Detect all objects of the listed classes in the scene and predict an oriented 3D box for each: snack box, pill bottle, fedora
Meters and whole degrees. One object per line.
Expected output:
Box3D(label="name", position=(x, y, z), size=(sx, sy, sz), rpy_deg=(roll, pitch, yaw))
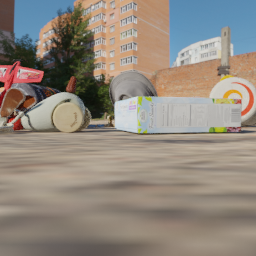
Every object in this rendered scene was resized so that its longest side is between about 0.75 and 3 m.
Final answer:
Box3D(label="snack box", position=(1.028, -0.298, 6.498), size=(2.339, 0.792, 1.972), rpy_deg=(-2, 3, -16))
Box3D(label="pill bottle", position=(-3.090, -0.683, 8.906), size=(1.422, 1.422, 2.677), rpy_deg=(0, 3, 14))
Box3D(label="fedora", position=(0.189, -1.194, 13.449), size=(2.446, 2.766, 1.249), rpy_deg=(-8, 33, 22))

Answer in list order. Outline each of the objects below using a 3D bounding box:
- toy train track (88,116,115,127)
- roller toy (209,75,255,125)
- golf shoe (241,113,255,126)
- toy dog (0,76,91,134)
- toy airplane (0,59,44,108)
Box3D(label="toy train track", position=(-1.114, -0.268, 11.414), size=(1.614, 0.458, 2.815), rpy_deg=(1, 3, 40))
Box3D(label="roller toy", position=(4.030, -0.967, 10.808), size=(1.928, 1.759, 1.347), rpy_deg=(41, 8, 18))
Box3D(label="golf shoe", position=(4.470, -0.367, 11.750), size=(0.984, 0.810, 2.083), rpy_deg=(-15, 4, -34))
Box3D(label="toy dog", position=(-2.099, -0.550, 6.436), size=(2.674, 1.288, 1.764), rpy_deg=(-1, 2, -24))
Box3D(label="toy airplane", position=(-2.872, -1.060, 6.782), size=(1.689, 1.689, 0.311), rpy_deg=(0, -33, 4))
